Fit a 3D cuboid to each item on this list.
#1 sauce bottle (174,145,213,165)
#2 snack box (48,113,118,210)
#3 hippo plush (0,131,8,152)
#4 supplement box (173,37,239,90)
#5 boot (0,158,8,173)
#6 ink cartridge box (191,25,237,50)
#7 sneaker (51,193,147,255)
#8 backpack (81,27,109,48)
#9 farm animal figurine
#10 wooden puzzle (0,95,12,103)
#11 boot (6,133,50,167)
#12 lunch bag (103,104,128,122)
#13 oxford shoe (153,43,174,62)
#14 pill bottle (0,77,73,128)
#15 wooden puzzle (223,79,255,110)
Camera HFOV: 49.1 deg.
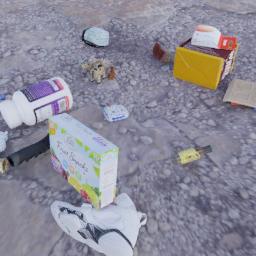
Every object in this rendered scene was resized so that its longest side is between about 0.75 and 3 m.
[{"bbox_3d":[2.249,0.889,9.635,1.318,0.427,0.427,-18,41,-3],"label":"sauce bottle"},{"bbox_3d":[-1.303,0.829,7.731,0.647,1.738,2.444,-19,35,-40],"label":"snack box"},{"bbox_3d":[-4.968,0.473,10.127,1.061,1.051,1.319,13,46,-34],"label":"hippo plush"},{"bbox_3d":[3.901,-3.422,14.136,2.324,1.564,2.356,24,45,26],"label":"supplement box"},{"bbox_3d":[-4.574,1.397,9.207,0.903,0.423,1.162,4,35,4],"label":"boot"},{"bbox_3d":[4.292,-4.487,13.800,2.049,0.514,1.662,11,41,17],"label":"ink cartridge box"},{"bbox_3d":[-0.758,2.395,7.619,2.533,0.952,1.456,23,43,19],"label":"sneaker"},{"bbox_3d":[-1.914,-5.603,17.226,1.606,1.016,1.340,33,47,29],"label":"backpack"},{"bbox_3d":[-1.541,-3.171,14.307,1.539,0.958,1.906,-19,43,-22],"label":"farm animal figurine"},{"bbox_3d":[-5.770,-1.159,12.428,1.078,0.250,0.998,-8,40,-9],"label":"wooden puzzle"},{"bbox_3d":[-3.063,0.613,9.327,1.809,1.491,0.594,-24,75,-32],"label":"boot"},{"bbox_3d":[-0.526,-0.604,11.663,1.017,0.384,0.815,-16,44,-19],"label":"lunch bag"},{"bbox_3d":[1.997,-4.275,16.039,0.742,0.699,1.983,10,35,-27],"label":"oxford shoe"},{"bbox_3d":[-3.691,-0.986,11.288,2.585,1.440,1.440,-29,47,-30],"label":"pill bottle"},{"bbox_3d":[5.559,-1.425,12.603,2.197,0.509,2.034,14,41,23],"label":"wooden puzzle"}]
